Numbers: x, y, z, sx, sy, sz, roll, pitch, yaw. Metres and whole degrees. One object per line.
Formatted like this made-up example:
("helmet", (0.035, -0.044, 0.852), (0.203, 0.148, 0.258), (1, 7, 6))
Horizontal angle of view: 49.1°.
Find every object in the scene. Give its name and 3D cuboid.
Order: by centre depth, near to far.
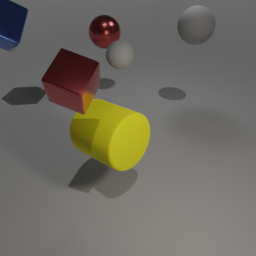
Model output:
("cube", (-0.931, -0.775, 4.752), (0.700, 0.700, 0.700), (22, 67, 5))
("cylinder", (-0.426, 0.134, 6.737), (1.400, 1.400, 1.400), (22, 38, 37))
("ball", (-0.198, -1.814, 6.954), (0.700, 0.700, 0.700), (0, 32, 0))
("cube", (-4.688, -3.836, 10.263), (1.400, 1.400, 1.400), (16, -7, -35))
("ball", (2.578, -3.869, 10.578), (1.400, 1.400, 1.400), (0, 32, 0))
("ball", (-1.018, -4.185, 12.229), (1.400, 1.400, 1.400), (0, 32, 0))
